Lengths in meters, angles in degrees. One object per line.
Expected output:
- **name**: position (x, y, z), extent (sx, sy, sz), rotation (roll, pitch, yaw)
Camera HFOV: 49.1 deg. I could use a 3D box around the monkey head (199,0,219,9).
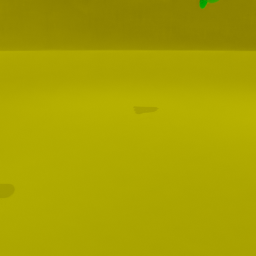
- **monkey head**: position (2.408, -4.117, 7.961), extent (0.829, 0.989, 1.375), rotation (-31, -13, -14)
